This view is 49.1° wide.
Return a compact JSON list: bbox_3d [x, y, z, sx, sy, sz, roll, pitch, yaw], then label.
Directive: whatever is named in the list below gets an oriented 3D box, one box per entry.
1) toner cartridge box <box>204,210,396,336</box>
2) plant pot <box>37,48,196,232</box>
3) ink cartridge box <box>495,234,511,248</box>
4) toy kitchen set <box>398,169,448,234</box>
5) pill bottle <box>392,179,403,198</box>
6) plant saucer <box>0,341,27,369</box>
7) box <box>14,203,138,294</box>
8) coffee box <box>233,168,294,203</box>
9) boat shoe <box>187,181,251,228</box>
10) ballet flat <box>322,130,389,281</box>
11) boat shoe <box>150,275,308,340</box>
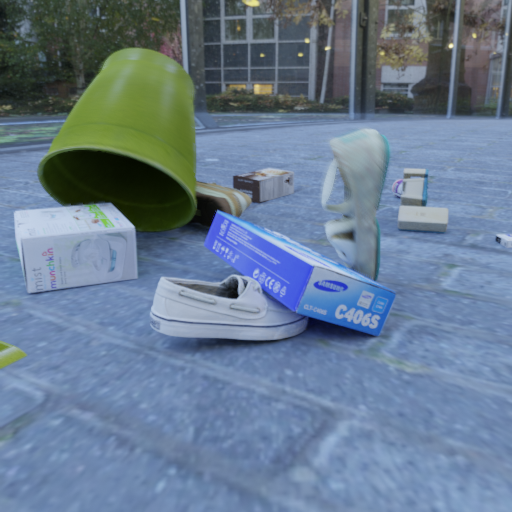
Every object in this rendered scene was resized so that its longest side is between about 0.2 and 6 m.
[{"bbox_3d":[0.514,0.168,8.778,1.551,0.705,3.265,17,8,-31],"label":"toner cartridge box"},{"bbox_3d":[-2.608,-2.613,12.104,3.213,3.093,3.213,7,-25,3],"label":"plant pot"},{"bbox_3d":[5.740,-0.337,12.012,1.027,0.191,0.486,-4,18,-4],"label":"ink cartridge box"},{"bbox_3d":[4.085,-1.076,13.684,1.090,1.483,1.851,5,56,16],"label":"toy kitchen set"},{"bbox_3d":[4.335,-1.858,16.030,0.526,0.526,0.944,-5,19,-14],"label":"pill bottle"},{"bbox_3d":[-3.477,1.269,7.192,0.727,0.174,0.726,11,21,29],"label":"plant saucer"},{"bbox_3d":[-3.388,-0.252,10.370,1.899,1.040,2.152,-9,20,-24],"label":"box"},{"bbox_3d":[0.228,-2.084,16.442,0.989,0.689,1.729,14,23,37],"label":"coffee box"},{"bbox_3d":[-1.375,-1.366,13.527,3.055,1.095,1.163,21,39,39],"label":"boat shoe"},{"bbox_3d":[1.428,-0.644,8.526,0.885,2.840,0.958,-8,40,-3],"label":"ballet flat"},{"bbox_3d":[-0.271,0.635,7.681,2.367,0.778,0.852,5,15,-24],"label":"boat shoe"}]
